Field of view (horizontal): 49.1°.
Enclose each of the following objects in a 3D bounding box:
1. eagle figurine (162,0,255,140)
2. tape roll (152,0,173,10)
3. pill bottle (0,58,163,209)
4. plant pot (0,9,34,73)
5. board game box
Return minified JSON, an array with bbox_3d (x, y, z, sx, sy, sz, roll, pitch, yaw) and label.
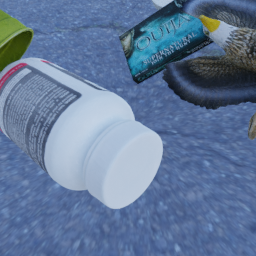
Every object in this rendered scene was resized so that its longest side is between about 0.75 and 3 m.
[{"bbox_3d":[1.803,-1.280,4.585,2.046,2.035,2.696,-31,21,-2],"label":"eagle figurine"},{"bbox_3d":[1.572,-4.313,8.531,1.873,0.342,1.873,-8,68,20],"label":"tape roll"},{"bbox_3d":[-0.617,-0.006,3.100,1.964,1.087,1.087,30,54,35],"label":"pill bottle"},{"bbox_3d":[-1.885,-1.092,3.214,1.075,1.117,1.117,42,52,-12],"label":"plant pot"},{"bbox_3d":[0.848,-2.085,6.407,2.069,0.291,1.400,-27,64,21],"label":"board game box"}]
